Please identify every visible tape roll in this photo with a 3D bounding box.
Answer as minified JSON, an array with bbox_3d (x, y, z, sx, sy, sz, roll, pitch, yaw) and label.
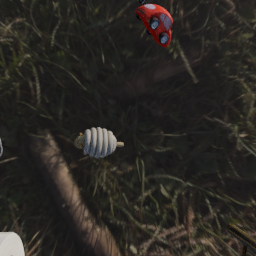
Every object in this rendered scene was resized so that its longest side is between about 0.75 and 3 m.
[{"bbox_3d":[-2.419,2.496,4.479,1.039,1.513,1.513,-2,83,-1],"label":"tape roll"}]

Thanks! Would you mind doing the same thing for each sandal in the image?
[{"bbox_3d":[2.116,2.275,4.087,0.531,0.795,1.946,-40,65,2],"label":"sandal"}]

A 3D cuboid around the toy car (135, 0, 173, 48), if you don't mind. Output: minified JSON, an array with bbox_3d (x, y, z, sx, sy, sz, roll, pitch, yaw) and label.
[{"bbox_3d":[0.233,-2.968,5.826,0.633,2.670,2.838,-42,102,6],"label":"toy car"}]

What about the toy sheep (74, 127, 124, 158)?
[{"bbox_3d":[-0.622,0.325,6.057,1.061,0.731,0.731,0,83,-15],"label":"toy sheep"}]

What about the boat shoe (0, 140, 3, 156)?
[{"bbox_3d":[-3.608,-0.401,6.277,0.868,0.918,2.560,-12,103,37],"label":"boat shoe"}]
